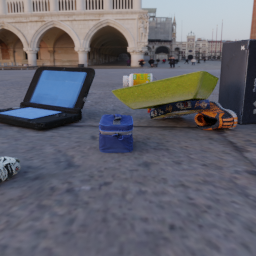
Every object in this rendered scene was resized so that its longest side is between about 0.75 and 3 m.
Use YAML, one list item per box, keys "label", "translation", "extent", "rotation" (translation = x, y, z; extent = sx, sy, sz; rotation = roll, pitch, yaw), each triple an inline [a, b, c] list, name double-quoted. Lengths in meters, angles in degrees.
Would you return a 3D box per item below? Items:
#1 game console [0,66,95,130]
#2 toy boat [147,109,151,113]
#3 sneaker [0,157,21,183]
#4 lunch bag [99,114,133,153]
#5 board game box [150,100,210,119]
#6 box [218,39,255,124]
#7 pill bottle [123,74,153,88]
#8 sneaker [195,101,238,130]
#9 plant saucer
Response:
- label: "game console"
  translation: [-2.987, -1.156, 9.463]
  extent: [2.965, 1.725, 2.607]
  rotation: [9, 16, 32]
- label: "toy boat"
  translation: [1.152, -0.765, 10.533]
  extent: [0.928, 0.431, 0.781]
  rotation: [7, 16, 23]
- label: "sneaker"
  translation: [-2.142, 0.711, 4.884]
  extent: [0.451, 0.377, 1.018]
  rotation: [-4, 15, -8]
- label: "lunch bag"
  translation: [-0.280, 0.064, 6.573]
  extent: [0.808, 0.787, 1.189]
  rotation: [-1, 14, -3]
- label: "board game box"
  translation: [1.594, -0.582, 8.967]
  extent: [1.203, 0.307, 1.775]
  rotation: [-5, -4, -19]
- label: "box"
  translation: [4.604, -1.592, 9.390]
  extent: [2.625, 2.582, 1.541]
  rotation: [-3, 15, -12]
- label: "pill bottle"
  translation: [0.633, -2.952, 17.871]
  extent: [1.832, 1.018, 1.018]
  rotation: [0, 14, 3]
- label: "sneaker"
  translation: [2.421, -0.419, 8.651]
  extent: [1.016, 0.703, 1.813]
  rotation: [-4, 14, -17]
- label: "plant saucer"
  translation: [1.252, -1.006, 8.319]
  extent: [2.594, 0.622, 2.597]
  rotation: [-9, 1, 26]
